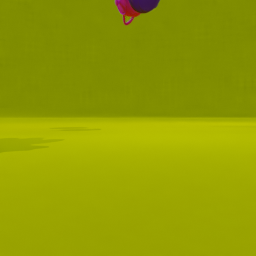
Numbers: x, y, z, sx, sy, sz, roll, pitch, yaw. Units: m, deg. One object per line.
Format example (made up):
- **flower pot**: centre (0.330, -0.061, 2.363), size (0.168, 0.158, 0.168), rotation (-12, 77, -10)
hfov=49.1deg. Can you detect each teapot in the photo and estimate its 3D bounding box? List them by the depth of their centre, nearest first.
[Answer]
- **teapot**: centre (0.415, -3.569, 7.420), size (1.565, 0.973, 0.766), rotation (18, 26, -52)
- **teapot**: centre (-0.009, -3.916, 8.458), size (0.811, 1.656, 1.029), rotation (-21, 48, -18)
